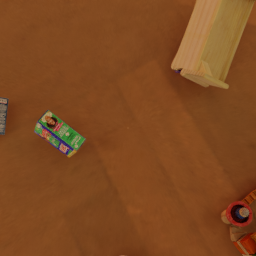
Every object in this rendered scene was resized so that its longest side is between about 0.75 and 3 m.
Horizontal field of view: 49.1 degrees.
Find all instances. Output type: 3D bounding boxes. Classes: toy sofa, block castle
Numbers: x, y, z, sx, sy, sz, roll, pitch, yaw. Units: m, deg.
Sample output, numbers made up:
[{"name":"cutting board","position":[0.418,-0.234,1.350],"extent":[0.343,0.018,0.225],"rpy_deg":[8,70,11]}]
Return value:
[{"name":"toy sofa","position":[2.186,-2.342,7.031],"extent":[1.042,1.227,2.515],"rpy_deg":[14,98,-37]},{"name":"block castle","position":[3.489,2.404,5.889],"extent":[1.841,1.293,2.756],"rpy_deg":[-33,71,-10]}]

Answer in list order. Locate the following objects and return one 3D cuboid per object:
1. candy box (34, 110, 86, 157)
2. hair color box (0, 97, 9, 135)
[{"name":"candy box","position":[-1.590,0.168,6.477],"extent":[1.075,0.909,0.414],"rpy_deg":[37,64,-9]},{"name":"hair color box","position":[-3.260,-0.305,7.014],"extent":[0.459,0.278,0.917],"rpy_deg":[4,87,43]}]
